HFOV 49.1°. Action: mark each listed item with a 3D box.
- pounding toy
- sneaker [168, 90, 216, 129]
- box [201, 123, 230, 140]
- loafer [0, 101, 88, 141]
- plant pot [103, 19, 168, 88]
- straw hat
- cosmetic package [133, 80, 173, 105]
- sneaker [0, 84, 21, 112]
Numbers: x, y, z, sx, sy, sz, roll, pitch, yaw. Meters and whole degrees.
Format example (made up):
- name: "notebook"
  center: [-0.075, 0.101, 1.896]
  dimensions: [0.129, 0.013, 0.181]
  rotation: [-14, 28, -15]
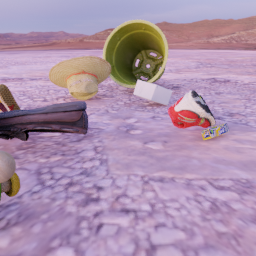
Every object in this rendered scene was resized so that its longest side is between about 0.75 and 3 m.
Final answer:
- name: "pounding toy"
  center: [-1.860, 0.598, 3.801]
  dimensions: [0.766, 1.650, 1.274]
  rotation: [-11, 52, -48]
- name: "sneaker"
  center: [1.537, -0.348, 6.976]
  dimensions: [0.928, 0.841, 2.185]
  rotation: [-31, -21, 19]
- name: "box"
  center: [2.213, 0.088, 7.097]
  dimensions: [0.786, 0.253, 0.275]
  rotation: [-13, -7, -36]
- name: "loafer"
  center: [-2.210, -0.039, 6.393]
  dimensions: [2.643, 0.832, 0.950]
  rotation: [-10, 4, -7]
- name: "plant pot"
  center: [0.679, -3.146, 13.065]
  dimensions: [2.883, 2.883, 2.738]
  rotation: [6, 3, 18]
- name: "straw hat"
  center: [-1.763, -1.674, 10.905]
  dimensions: [2.474, 1.047, 2.474]
  rotation: [-12, -21, -5]
- name: "cosmetic package"
  center: [0.914, -1.292, 10.276]
  dimensions: [0.969, 0.598, 0.973]
  rotation: [11, 9, -44]
- name: "sneaker"
  center: [-3.098, -0.433, 6.972]
  dimensions: [0.642, 1.424, 0.534]
  rotation: [-4, 33, 14]
